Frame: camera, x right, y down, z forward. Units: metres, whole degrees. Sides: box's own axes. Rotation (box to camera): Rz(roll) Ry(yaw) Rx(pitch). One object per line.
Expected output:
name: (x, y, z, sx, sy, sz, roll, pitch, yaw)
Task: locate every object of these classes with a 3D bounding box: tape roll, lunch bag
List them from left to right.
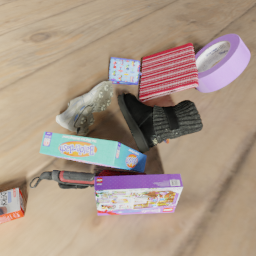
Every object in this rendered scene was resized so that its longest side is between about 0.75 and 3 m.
lunch bag: (-0.077, -2.072, 10.323, 1.167, 0.879, 0.549, 6, -1, 4)
tape roll: (3.092, -2.261, 9.799, 2.132, 0.700, 2.132, -37, 27, 22)

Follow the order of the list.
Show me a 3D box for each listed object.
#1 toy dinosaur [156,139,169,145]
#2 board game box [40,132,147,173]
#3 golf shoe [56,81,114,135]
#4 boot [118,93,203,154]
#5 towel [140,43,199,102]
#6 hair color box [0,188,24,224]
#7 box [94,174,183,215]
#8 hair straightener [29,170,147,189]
toy dinosaur: (0.974, 0.166, 8.383, 0.743, 0.430, 0.819, 34, 43, 13)
board game box: (-0.669, 0.610, 6.516, 1.691, 2.224, 0.500, 7, 80, 20)
golf shoe: (-1.368, -0.854, 9.105, 1.192, 0.960, 2.451, 14, 43, 23)
boot: (0.859, -0.452, 8.094, 1.884, 0.948, 2.520, -25, 45, 2)
towel: (1.475, -2.119, 10.345, 2.102, 0.327, 2.907, -14, 40, 19)
hair color box: (-3.067, 1.884, 6.504, 1.161, 0.371, 0.644, -15, 47, -13)
box: (0.197, 1.502, 6.233, 1.835, 1.255, 0.359, -1, 49, -4)
hair straightener: (-0.921, 1.372, 6.693, 2.707, 1.042, 0.554, 3, 66, -17)
